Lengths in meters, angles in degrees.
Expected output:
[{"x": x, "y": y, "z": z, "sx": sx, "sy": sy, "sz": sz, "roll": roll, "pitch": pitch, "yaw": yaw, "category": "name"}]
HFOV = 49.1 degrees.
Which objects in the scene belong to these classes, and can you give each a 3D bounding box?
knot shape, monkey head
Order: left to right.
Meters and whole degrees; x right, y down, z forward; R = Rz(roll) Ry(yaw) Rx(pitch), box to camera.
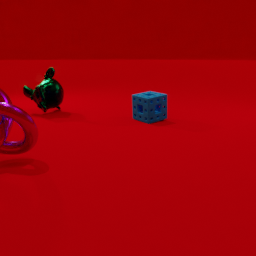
[{"x": -2.737, "y": 0.074, "z": 5.359, "sx": 1.717, "sy": 1.607, "sz": 0.793, "roll": 40, "pitch": -6, "yaw": -1, "category": "knot shape"}, {"x": -2.948, "y": -1.266, "z": 9.931, "sx": 1.303, "sy": 1.811, "sz": 1.091, "roll": 26, "pitch": 48, "yaw": 22, "category": "monkey head"}]

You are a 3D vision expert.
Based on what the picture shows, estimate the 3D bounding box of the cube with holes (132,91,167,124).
[{"x": 0.687, "y": -0.673, "z": 8.896, "sx": 0.792, "sy": 0.792, "sz": 0.792, "roll": -16, "pitch": 23, "yaw": -34, "category": "cube with holes"}]
